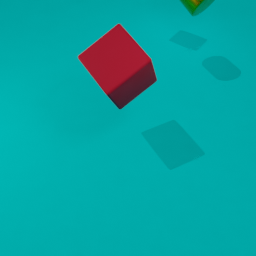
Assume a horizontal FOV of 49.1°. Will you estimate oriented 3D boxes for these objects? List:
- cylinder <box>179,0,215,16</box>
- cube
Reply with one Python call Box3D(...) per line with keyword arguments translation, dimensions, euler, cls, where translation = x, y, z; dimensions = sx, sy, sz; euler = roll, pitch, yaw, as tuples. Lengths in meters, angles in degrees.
Box3D(translation=(1.950, -3.946, 8.076), dimensions=(0.984, 0.984, 0.984), euler=(-35, 85, -23), cls="cylinder")
Box3D(translation=(-0.184, -1.283, 6.108), dimensions=(1.122, 1.122, 1.122), euler=(-38, 73, 2), cls="cube")
